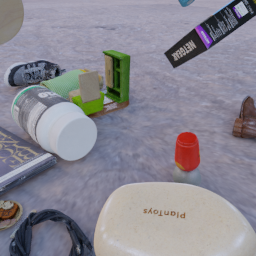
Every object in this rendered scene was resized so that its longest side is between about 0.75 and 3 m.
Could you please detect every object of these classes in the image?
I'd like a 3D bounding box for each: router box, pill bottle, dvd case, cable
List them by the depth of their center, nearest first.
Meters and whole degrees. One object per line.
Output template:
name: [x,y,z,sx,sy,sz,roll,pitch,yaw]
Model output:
cable: [-1.202,1.722,4.164,1.055,0.328,1.292,-26,41,-29]
dvd case: [-3.105,0.662,5.901,2.657,0.212,1.975,21,35,36]
router box: [1.815,-2.122,6.230,1.564,0.536,2.097,-36,6,-6]
pill bottle: [-1.717,-0.147,6.453,1.192,1.192,2.109,-24,38,-35]

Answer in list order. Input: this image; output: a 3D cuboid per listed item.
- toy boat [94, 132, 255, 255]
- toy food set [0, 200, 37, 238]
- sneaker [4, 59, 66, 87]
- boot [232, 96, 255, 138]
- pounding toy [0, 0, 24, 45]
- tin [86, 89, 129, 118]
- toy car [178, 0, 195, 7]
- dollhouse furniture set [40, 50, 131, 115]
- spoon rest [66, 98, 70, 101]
toy boat: [0.787,1.240,4.307,2.162,1.195,2.572,6,38,18]
toy food set: [-2.133,1.439,4.682,1.047,0.210,0.723,7,31,12]
sneaker: [-3.176,-1.900,9.840,1.220,0.809,2.144,15,31,28]
boot: [3.718,-0.124,6.995,1.839,0.591,1.714,13,45,26]
pounding toy: [-2.736,-2.231,4.864,1.670,1.289,0.775,9,34,-41]
tin: [-0.764,-0.780,8.416,1.800,0.377,1.008,-21,41,-32]
toy car: [1.052,-4.611,8.635,1.905,1.756,1.685,-29,-5,-10]
dollhouse furniture set: [-1.409,-1.589,8.174,1.744,1.336,2.661,-22,35,-32]
spoon rest: [-1.211,-1.218,9.116,1.815,0.550,0.902,-16,30,-1]
